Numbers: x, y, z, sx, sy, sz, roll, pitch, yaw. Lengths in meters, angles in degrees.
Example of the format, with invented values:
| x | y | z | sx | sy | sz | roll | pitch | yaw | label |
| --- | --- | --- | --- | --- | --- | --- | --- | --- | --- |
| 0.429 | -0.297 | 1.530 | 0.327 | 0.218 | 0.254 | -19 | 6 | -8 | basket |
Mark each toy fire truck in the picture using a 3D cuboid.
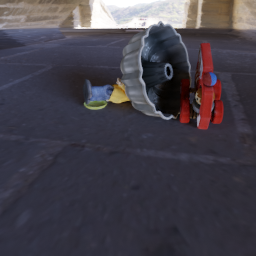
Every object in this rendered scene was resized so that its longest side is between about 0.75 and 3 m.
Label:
| x | y | z | sx | sy | sz | roll | pitch | yaw | label |
| --- | --- | --- | --- | --- | --- | --- | --- | --- | --- |
| 2.145 | -1.149 | 8.064 | 1.195 | 1.790 | 2.131 | 2 | 52 | 8 | toy fire truck |

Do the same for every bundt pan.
| x | y | z | sx | sy | sz | roll | pitch | yaw | label |
| --- | --- | --- | --- | --- | --- | --- | --- | --- | --- |
| 0.799 | -1.663 | 8.581 | 1.084 | 2.887 | 2.887 | -1 | 18 | 39 | bundt pan |

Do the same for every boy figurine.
| x | y | z | sx | sy | sz | roll | pitch | yaw | label |
| --- | --- | --- | --- | --- | --- | --- | --- | --- | --- |
| -0.284 | -1.299 | 9.457 | 2.359 | 0.760 | 1.467 | -8 | -16 | -16 | boy figurine |

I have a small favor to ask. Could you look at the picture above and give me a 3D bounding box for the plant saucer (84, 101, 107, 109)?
| x | y | z | sx | sy | sz | roll | pitch | yaw | label |
| --- | --- | --- | --- | --- | --- | --- | --- | --- | --- |
| -1.124 | -0.806 | 9.725 | 0.808 | 0.126 | 0.808 | 0 | 25 | 0 | plant saucer |
